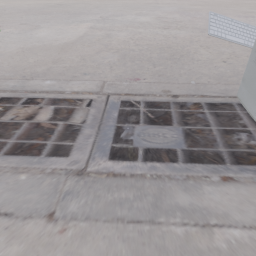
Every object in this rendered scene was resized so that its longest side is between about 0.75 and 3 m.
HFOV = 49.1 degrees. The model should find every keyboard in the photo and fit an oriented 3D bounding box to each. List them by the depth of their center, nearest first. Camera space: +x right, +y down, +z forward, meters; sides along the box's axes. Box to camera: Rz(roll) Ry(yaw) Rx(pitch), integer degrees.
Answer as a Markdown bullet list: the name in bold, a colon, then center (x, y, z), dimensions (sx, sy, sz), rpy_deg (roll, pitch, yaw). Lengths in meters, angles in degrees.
- **keyboard**: center (3.083, -2.362, 7.175), dimensions (2.365, 0.126, 0.666), rpy_deg (11, 70, -16)

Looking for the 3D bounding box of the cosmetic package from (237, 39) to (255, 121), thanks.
- **cosmetic package**: center (2.967, -1.351, 4.978), dimensions (1.246, 2.452, 0.908), rpy_deg (-6, 45, -9)
